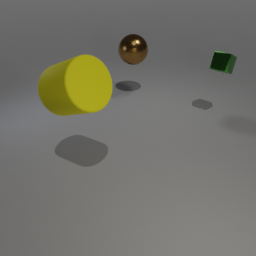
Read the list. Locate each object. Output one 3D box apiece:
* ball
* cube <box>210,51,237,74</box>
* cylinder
[{"bbox_3d":[0.243,-3.675,13.143,1.400,1.400,1.400,0,30,0],"label":"ball"},{"bbox_3d":[3.752,-2.570,11.029,0.700,0.700,0.700,23,16,35],"label":"cube"},{"bbox_3d":[-1.361,-1.047,7.208,1.400,1.400,1.400,-2,21,46],"label":"cylinder"}]
